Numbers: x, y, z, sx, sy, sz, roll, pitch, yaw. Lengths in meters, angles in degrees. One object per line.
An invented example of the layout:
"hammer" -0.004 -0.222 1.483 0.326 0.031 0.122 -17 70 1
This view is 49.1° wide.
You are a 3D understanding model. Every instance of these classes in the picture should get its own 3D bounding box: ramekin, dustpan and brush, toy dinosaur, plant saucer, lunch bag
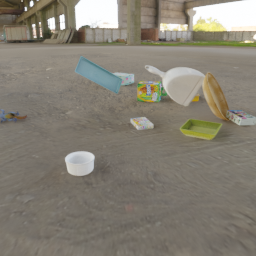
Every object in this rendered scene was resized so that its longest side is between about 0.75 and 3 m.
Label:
"ramekin" -1.380 1.031 8.108 0.834 0.407 0.834 1 21 0
"dustpan and brush" 2.073 -2.318 13.434 2.740 1.912 0.784 18 39 -15
"toy dinosaur" -5.300 -0.418 12.146 1.156 0.669 1.274 -1 -14 23
"plant saucer" -1.281 -2.314 12.429 2.237 0.782 0.212 25 -12 -28
"plant saucer" 3.832 -1.334 12.340 0.407 2.300 2.300 -24 8 30
"lunch bag" -0.488 -3.385 19.278 1.789 0.690 1.435 13 22 30
"plant saucer" 2.805 0.074 10.733 1.338 0.321 1.340 11 23 26

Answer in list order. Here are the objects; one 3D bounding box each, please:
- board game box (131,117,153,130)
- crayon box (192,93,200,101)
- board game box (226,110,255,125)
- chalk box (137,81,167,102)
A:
"board game box" 0.567 -0.200 11.657 0.662 0.169 0.985 -7 22 -17
"crayon box" 3.312 -1.804 15.539 0.978 0.401 1.556 0 20 0
"board game box" 4.843 -0.451 12.025 0.773 0.337 1.048 -1 21 -16
"chalk box" 1.338 -1.984 15.209 1.561 0.974 0.967 4 21 12
